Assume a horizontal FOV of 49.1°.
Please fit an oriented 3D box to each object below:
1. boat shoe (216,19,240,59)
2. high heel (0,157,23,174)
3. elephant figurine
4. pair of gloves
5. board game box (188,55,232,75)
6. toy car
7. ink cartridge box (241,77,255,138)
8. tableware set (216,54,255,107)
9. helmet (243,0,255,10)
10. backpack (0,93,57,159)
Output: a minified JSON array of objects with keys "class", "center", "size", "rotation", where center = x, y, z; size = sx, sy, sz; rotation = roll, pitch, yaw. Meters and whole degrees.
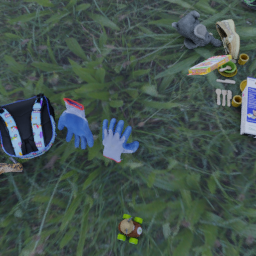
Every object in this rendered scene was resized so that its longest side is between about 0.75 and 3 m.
[{"class":"boat shoe","center":[4.542,-4.027,12.768],"size":[0.740,0.866,2.362],"rotation":[-1,53,4]},{"class":"high heel","center":[-4.371,1.570,10.081],"size":[0.763,0.382,1.070],"rotation":[35,59,23]},{"class":"elephant figurine","center":[3.145,-4.227,12.684],"size":[1.461,1.333,1.884],"rotation":[-35,82,14]},{"class":"pair of gloves","center":[-1.058,0.229,9.300],"size":[2.928,2.354,0.334],"rotation":[24,55,8]},{"class":"board game box","center":[2.683,-2.075,9.252],"size":[1.548,0.232,0.739],"rotation":[-33,26,-31]},{"class":"toy car","center":[0.068,3.168,8.937],"size":[0.780,0.988,0.812],"rotation":[13,64,7]},{"class":"ink cartridge box","center":[5.098,-0.782,11.018],"size":[1.136,0.445,2.398],"rotation":[11,74,-3]},{"class":"tableware set","center":[4.745,-2.032,11.923],"size":[1.857,0.423,2.756],"rotation":[9,63,4]},{"class":"helmet","center":[6.378,-6.597,13.649],"size":[1.591,1.517,1.591],"rotation":[5,79,-27]},{"class":"backpack","center":[-3.560,0.124,10.200],"size":[2.038,1.502,2.232],"rotation":[-18,63,-9]}]
